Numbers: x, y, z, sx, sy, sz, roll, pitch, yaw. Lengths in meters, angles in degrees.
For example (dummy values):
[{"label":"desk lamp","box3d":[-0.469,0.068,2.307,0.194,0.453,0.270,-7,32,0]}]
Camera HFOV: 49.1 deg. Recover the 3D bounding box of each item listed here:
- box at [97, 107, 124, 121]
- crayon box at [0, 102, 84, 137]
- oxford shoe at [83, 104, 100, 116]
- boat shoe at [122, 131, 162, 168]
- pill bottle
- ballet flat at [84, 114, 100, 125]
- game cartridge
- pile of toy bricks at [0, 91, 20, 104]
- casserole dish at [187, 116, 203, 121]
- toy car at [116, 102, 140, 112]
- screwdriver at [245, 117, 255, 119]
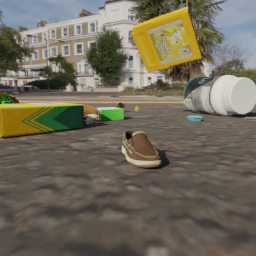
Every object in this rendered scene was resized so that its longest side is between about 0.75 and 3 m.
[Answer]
[{"label":"box","box3d":[-0.693,-0.519,10.328,0.870,0.421,0.768,-4,11,-19]},{"label":"crayon box","box3d":[-2.809,-0.277,7.440,1.775,0.710,2.796,8,10,44]},{"label":"oxford shoe","box3d":[-1.807,-0.399,9.451,1.749,0.624,0.623,0,33,13]},{"label":"boat shoe","box3d":[0.154,0.278,4.390,0.459,0.460,1.242,-3,8,-20]},{"label":"pill bottle","box3d":[3.849,-1.392,11.987,1.678,1.678,2.967,-3,9,-23]},{"label":"ballet flat","box3d":[-1.387,-0.234,8.879,0.974,0.368,0.311,-4,38,-1]},{"label":"game cartridge","box3d":[1.413,-3.134,10.320,2.193,1.933,0.356,-11,37,25]},{"label":"pile of toy bricks","box3d":[-4.477,-0.807,9.941,1.210,1.077,2.182,4,9,28]},{"label":"casserole dish","box3d":[2.377,-0.336,9.951,0.473,0.151,0.780,0,9,1]},{"label":"toy car","box3d":[-0.063,-0.843,13.578,1.151,0.564,0.383,16,-37,-1]},{"label":"screwdriver","box3d":[4.971,-0.320,9.122,2.235,0.312,0.325,5,37,15]}]
